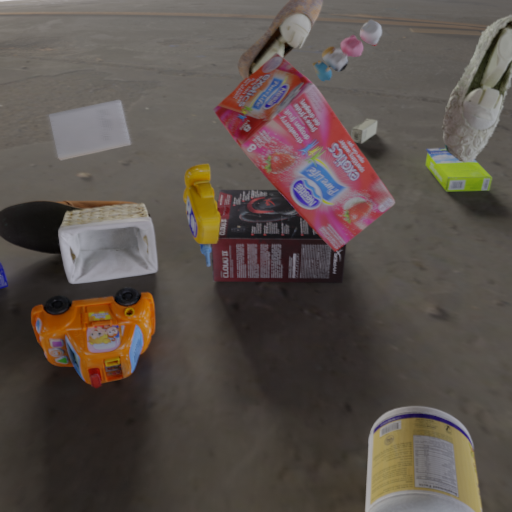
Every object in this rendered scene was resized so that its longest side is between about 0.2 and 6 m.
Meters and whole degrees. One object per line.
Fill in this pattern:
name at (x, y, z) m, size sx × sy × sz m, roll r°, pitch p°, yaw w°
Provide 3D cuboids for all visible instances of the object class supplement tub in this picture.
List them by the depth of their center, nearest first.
supplement tub at (1.710, 2.491, 5.774) m, size 1.146 × 1.146 × 1.577 m, roll 6°, pitch 34°, yaw 10°

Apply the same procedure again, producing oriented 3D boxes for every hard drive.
hard drive at (-3.269, -2.479, 11.026) m, size 1.394 × 0.920 × 0.186 m, roll -14°, pitch -6°, yaw -5°

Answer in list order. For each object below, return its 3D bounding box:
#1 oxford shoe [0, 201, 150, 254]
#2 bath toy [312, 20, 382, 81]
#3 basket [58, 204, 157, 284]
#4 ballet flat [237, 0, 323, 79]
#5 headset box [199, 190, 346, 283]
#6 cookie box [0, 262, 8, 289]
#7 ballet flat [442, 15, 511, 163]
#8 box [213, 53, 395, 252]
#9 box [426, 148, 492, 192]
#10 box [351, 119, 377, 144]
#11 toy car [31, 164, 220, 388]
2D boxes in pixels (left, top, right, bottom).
oxford shoe at (-3.568, -0.642, 11.075) m, size 2.859 × 1.020 × 1.019 m, roll -1°, pitch 15°, yaw -16°
bath toy at (1.891, -4.189, 11.448) m, size 1.511 × 0.558 × 0.657 m, roll -36°, pitch 65°, yaw 4°
basket at (-2.673, -0.267, 10.223) m, size 1.612 × 1.092 × 0.994 m, roll -7°, pitch 29°, yaw -11°
ballet flat at (0.596, -4.778, 12.559) m, size 0.869 × 2.554 × 0.859 m, roll 21°, pitch 43°, yaw -36°
headset box at (0.262, -0.421, 10.507) m, size 2.615 × 0.981 × 1.943 m, roll 0°, pitch 32°, yaw 0°
cookie box at (-5.113, 0.333, 9.831) m, size 1.172 × 0.440 × 1.003 m, roll -20°, pitch 37°, yaw -28°
ballet flat at (3.795, -2.839, 9.272) m, size 0.909 × 2.533 × 0.909 m, roll 19°, pitch -4°, yaw 1°
box at (0.757, -1.462, 8.332) m, size 1.272 × 2.665 × 1.329 m, roll -40°, pitch 41°, yaw 8°
box at (4.892, -2.131, 13.736) m, size 1.071 × 0.418 × 1.756 m, roll -2°, pitch 32°, yaw -2°
box at (3.095, -3.580, 16.042) m, size 0.347 × 0.416 × 1.014 m, roll 19°, pitch 36°, yaw 28°
toy car at (-1.783, 0.485, 7.187) m, size 1.801 × 3.671 × 1.222 m, roll 7°, pitch 45°, yaw -26°
